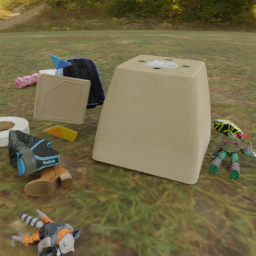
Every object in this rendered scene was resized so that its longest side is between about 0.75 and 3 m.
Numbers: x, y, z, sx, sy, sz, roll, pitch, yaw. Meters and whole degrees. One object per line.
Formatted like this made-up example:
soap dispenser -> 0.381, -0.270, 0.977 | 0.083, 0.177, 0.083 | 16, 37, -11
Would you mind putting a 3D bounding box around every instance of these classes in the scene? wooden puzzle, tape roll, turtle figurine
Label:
wooden puzzle -> -1.974, -0.831, 8.382 | 1.652, 2.449, 0.286 | 12, 19, -24
tape roll -> -4.303, 0.100, 9.460 | 1.867, 0.341, 1.867 | 0, 23, 0
turtle figurine -> 2.797, 0.665, 7.659 | 1.195, 0.804, 1.596 | -3, 32, 36

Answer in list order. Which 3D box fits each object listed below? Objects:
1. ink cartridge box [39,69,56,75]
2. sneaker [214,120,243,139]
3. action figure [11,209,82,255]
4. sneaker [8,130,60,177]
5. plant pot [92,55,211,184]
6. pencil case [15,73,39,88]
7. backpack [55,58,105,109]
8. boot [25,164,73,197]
ink cartridge box -> -3.771, -2.734, 15.259 | 1.837, 0.761, 1.348 | -11, 26, -23
sneaker -> 3.499, -0.009, 9.531 | 0.495, 0.488, 1.294 | -9, 27, -19
action figure -> -1.514, 1.970, 4.918 | 1.275, 0.689, 1.318 | 4, 23, 29
sneaker -> -2.630, 0.638, 7.579 | 1.001, 0.895, 2.445 | -7, 20, -31
plant pot -> 0.908, -0.582, 8.062 | 2.941, 2.607, 2.944 | 12, 26, 19
pencil case -> -5.425, -2.581, 15.172 | 0.603, 0.577, 1.393 | -31, 3, 38
backpack -> -1.727, -1.451, 9.519 | 1.508, 1.648, 1.211 | -9, -4, -36
boot -> -2.020, 1.199, 6.868 | 1.165, 0.447, 0.905 | -15, 28, -30
